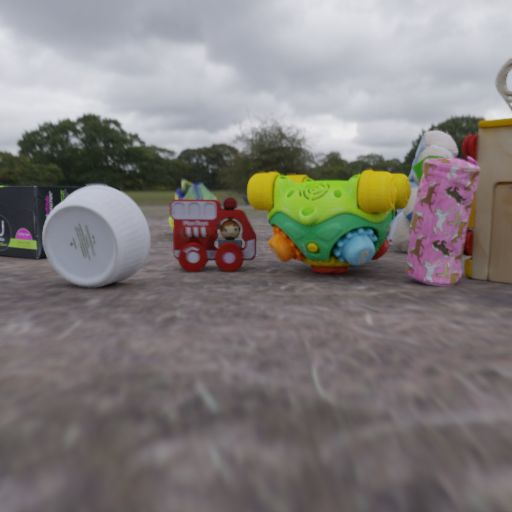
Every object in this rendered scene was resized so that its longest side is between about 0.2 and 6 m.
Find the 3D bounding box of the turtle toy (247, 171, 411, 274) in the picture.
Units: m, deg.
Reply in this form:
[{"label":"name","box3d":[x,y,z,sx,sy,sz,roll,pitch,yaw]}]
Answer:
[{"label":"turtle toy","box3d":[1.102,-0.450,7.592,1.885,1.308,2.587,3,6,25]}]

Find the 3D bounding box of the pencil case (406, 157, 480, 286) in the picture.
[{"label":"pencil case","box3d":[2.114,-0.402,6.360,0.627,1.449,0.600,-11,22,-42]}]

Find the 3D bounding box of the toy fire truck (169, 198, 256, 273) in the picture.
[{"label":"toy fire truck","box3d":[-0.590,-0.302,7.691,1.181,0.992,0.662,0,6,0]}]

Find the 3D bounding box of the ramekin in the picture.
[{"label":"ramekin","box3d":[-1.821,-0.177,6.229,1.163,1.163,0.542,2,16,14]}]

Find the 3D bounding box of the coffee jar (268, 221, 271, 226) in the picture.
[{"label":"coffee jar","box3d":[1.070,-0.800,12.667,0.909,0.744,1.743,44,-20,-31]}]

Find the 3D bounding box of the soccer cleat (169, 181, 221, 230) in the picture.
[{"label":"soccer cleat","box3d":[-1.551,-1.186,13.573,1.016,1.314,3.143,-18,9,-16]}]

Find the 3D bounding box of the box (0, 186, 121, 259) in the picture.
[{"label":"box","box3d":[-3.558,-0.642,9.925,1.427,1.194,1.921,4,6,30]}]

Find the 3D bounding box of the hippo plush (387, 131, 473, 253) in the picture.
[{"label":"hippo plush","box3d":[3.670,-0.740,10.171,2.140,2.120,2.662,18,-35,5]}]

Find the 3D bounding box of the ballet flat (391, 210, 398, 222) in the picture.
[{"label":"ballet flat","box3d":[3.386,-0.737,12.473,2.637,0.898,0.887,8,3,43]}]

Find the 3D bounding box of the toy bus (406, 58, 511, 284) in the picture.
[{"label":"toy bus","box3d":[3.262,-0.750,6.704,1.217,2.222,2.355,-5,-36,-40]}]
